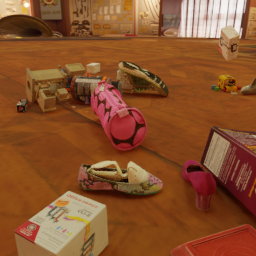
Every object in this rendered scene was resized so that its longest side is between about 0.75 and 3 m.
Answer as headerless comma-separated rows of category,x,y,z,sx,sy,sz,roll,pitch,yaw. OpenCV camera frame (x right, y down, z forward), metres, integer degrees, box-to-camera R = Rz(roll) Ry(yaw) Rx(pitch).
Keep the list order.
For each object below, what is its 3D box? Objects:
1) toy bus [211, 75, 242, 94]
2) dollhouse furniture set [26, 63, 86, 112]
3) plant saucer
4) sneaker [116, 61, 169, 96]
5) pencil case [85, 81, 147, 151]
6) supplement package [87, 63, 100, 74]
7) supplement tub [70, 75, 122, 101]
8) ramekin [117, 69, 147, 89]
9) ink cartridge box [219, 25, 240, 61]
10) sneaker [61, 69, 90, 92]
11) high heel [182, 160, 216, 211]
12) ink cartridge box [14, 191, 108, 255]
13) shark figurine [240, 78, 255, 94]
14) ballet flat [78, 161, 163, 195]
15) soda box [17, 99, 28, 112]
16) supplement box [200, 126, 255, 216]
toy bus,4.651,-2.075,12.962,1.279,0.661,1.207,17,28,37
dollhouse furniture set,-2.608,-1.405,11.247,2.320,1.290,2.052,-14,51,-32
plant saucer,1.547,1.882,3.725,1.468,0.269,1.465,-7,23,-19
sneaker,0.583,-1.955,12.356,2.575,1.141,0.990,32,27,8
pencil case,-0.390,-0.464,8.141,1.255,1.295,2.765,-11,25,-16
supplement package,-2.103,-3.642,17.041,0.499,0.506,0.834,8,23,19
supplement tub,-1.235,-1.553,11.197,1.933,1.034,1.034,5,23,12
ramekin,0.227,-2.361,13.492,1.476,0.775,1.476,0,21,0
ink cartridge box,3.182,-2.681,8.836,0.363,0.861,0.623,-19,52,-1
sneaker,-2.070,-2.156,12.682,2.597,1.018,0.978,6,24,14
high heel,1.428,0.848,5.580,0.545,0.777,1.617,-1,22,-1
ink cartridge box,-0.872,1.534,3.920,0.759,0.755,1.044,13,25,28
shark figurine,5.946,-1.911,12.268,0.809,1.939,1.159,59,19,23
ballet flat,-0.161,0.950,5.557,1.714,0.610,0.592,3,24,6
soda box,-3.926,-0.842,10.437,0.302,0.271,0.855,-5,22,-11
supplement box,2.476,0.807,5.222,1.186,0.920,2.149,6,19,-20
